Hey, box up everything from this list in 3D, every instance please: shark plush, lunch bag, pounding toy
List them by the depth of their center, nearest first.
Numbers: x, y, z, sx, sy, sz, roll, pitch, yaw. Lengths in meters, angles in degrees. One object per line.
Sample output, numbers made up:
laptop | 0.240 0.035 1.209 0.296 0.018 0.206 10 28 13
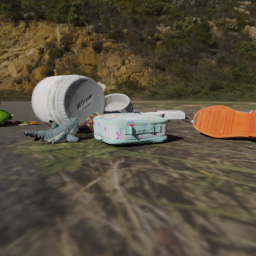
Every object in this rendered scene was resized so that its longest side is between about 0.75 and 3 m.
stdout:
shark plush | -2.100 0.074 7.816 1.598 0.666 0.726 -4 8 -31
lunch bag | 0.055 0.029 7.842 1.956 0.754 1.569 -4 11 -30
pounding toy | -5.793 -0.686 11.961 1.525 0.917 1.975 -12 11 -14

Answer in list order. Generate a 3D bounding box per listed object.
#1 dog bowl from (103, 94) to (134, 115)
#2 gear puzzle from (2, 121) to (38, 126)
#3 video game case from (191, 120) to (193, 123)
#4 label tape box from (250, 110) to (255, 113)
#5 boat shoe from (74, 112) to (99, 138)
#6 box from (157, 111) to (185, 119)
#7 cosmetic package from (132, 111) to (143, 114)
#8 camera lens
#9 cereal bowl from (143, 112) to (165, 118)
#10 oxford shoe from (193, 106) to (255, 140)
dog bowl | -0.649 -1.005 13.163 1.776 0.521 1.776 -6 38 5
gear puzzle | -4.670 -0.234 12.237 1.452 0.190 0.752 -1 7 -8
video game case | 3.650 -0.322 13.333 0.807 0.098 1.129 7 9 40
label tape box | 5.635 -0.386 11.533 2.059 0.681 1.475 2 7 7
boat shoe | -1.044 -0.130 8.967 2.177 0.784 0.785 -2 7 -18
box | 2.372 -0.743 15.655 1.387 0.366 1.779 0 6 2
cosmetic package | 0.284 -0.613 14.152 0.667 0.486 1.312 0 8 -12
camera lens | -2.371 -1.016 10.944 2.038 2.038 2.547 -6 10 -42
cereal bowl | 1.245 -0.515 13.498 1.060 0.441 1.060 0 8 0
oxford shoe | 3.306 -0.023 8.480 2.836 1.011 1.034 12 -8 46
